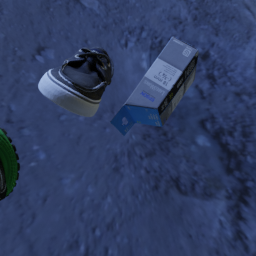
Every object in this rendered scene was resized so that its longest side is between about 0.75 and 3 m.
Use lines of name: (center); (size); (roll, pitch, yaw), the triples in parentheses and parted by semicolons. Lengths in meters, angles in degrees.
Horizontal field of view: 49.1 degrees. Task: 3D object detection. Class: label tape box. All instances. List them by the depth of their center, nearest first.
label tape box: (0.422, -0.422, 3.998); (0.442, 1.007, 1.396); (34, 86, 16)

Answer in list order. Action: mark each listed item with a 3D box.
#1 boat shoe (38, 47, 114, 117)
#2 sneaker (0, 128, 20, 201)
boat shoe: (-0.468, -0.682, 3.428); (0.695, 1.988, 0.659); (31, 104, -3)
sneaker: (-2.196, 0.157, 3.498); (0.921, 2.360, 1.005); (12, 43, 28)
